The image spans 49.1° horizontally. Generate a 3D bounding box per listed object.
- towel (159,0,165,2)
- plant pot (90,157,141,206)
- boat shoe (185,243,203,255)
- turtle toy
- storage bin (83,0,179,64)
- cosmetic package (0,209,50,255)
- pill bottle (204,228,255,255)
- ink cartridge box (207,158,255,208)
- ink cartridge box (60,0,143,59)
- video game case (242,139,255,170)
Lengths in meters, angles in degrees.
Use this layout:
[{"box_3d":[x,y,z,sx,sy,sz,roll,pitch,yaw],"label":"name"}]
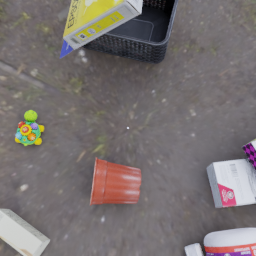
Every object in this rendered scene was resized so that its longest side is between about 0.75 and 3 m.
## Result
[{"box_3d":[0.718,-5.105,9.967,2.408,0.217,1.036,18,71,7],"label":"towel"},{"box_3d":[-0.318,1.437,7.245,1.193,1.227,1.227,8,71,-6],"label":"plant pot"},{"box_3d":[1.697,3.562,6.842,0.460,0.484,1.343,-16,76,16],"label":"boat shoe"},{"box_3d":[-2.837,0.006,8.018,0.756,0.525,1.038,5,71,2],"label":"turtle toy"},{"box_3d":[-0.052,-3.362,8.625,2.881,1.350,1.947,14,80,4],"label":"storage bin"},{"box_3d":[-2.727,2.634,7.001,1.414,0.744,0.503,31,75,12],"label":"cosmetic package"},{"box_3d":[2.649,3.626,6.290,1.416,1.416,2.519,-8,71,-3],"label":"pill bottle"},{"box_3d":[3.050,1.441,7.436,1.579,0.658,1.146,-6,70,-4],"label":"ink cartridge box"},{"box_3d":[-0.728,-3.165,6.403,2.607,0.613,2.577,-11,63,37],"label":"ink cartridge box"},{"box_3d":[4.299,1.091,7.183,2.168,0.428,2.392,-22,78,-29],"label":"video game case"}]
